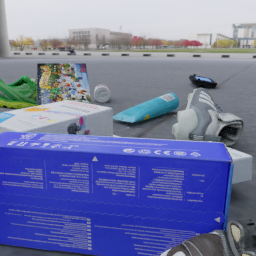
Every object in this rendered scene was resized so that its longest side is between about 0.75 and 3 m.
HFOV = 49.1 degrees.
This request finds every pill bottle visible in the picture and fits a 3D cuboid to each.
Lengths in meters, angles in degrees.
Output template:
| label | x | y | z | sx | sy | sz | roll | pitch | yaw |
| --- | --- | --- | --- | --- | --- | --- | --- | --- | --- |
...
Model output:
| label | x | y | z | sx | sy | sz | roll | pitch | yaw |
| --- | --- | --- | --- | --- | --- | --- | --- | --- | --- |
| pill bottle | -1.037 | -1.440 | 11.320 | 0.648 | 0.648 | 1.170 | -1 | 17 | -4 |

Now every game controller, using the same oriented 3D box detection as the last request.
| label | x | y | z | sx | sy | sz | roll | pitch | yaw |
| --- | --- | --- | --- | --- | --- | --- | --- | --- | --- |
| game controller | 4.108 | -2.603 | 15.445 | 1.313 | 0.530 | 2.517 | 2 | 17 | 7 |

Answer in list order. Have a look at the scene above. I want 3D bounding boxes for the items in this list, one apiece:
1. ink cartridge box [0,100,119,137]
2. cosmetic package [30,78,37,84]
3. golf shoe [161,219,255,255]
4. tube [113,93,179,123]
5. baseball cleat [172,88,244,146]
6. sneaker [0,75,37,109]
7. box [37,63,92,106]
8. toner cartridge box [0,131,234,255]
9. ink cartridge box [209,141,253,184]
| label | x | y | z | sx | sy | sz | roll | pitch | yaw |
| --- | --- | --- | --- | --- | --- | --- | --- | --- | --- |
| ink cartridge box | -1.397 | 0.041 | 5.856 | 1.561 | 0.920 | 2.711 | 13 | 21 | 37 |
| cosmetic package | -3.301 | -1.301 | 10.098 | 0.399 | 0.590 | 1.122 | -5 | -13 | 6 |
| golf shoe | 0.629 | 1.448 | 1.676 | 1.004 | 0.826 | 2.124 | -13 | 11 | 9 |
| tube | 0.652 | -0.567 | 8.657 | 2.370 | 0.597 | 0.918 | -21 | 18 | -40 |
| baseball cleat | 2.046 | -0.214 | 6.975 | 1.569 | 1.028 | 2.948 | 14 | 29 | 18 |
| sneaker | -3.061 | -1.103 | 8.980 | 0.972 | 1.097 | 2.624 | 8 | 4 | 45 |
| box | -1.879 | -1.033 | 8.213 | 1.490 | 0.411 | 2.182 | -3 | 53 | -14 |
| toner cartridge box | -0.276 | 0.728 | 3.052 | 2.547 | 1.210 | 0.550 | 3 | 17 | 9 |
| ink cartridge box | 0.593 | 0.607 | 4.160 | 2.178 | 0.427 | 1.083 | -5 | 11 | -16 |
